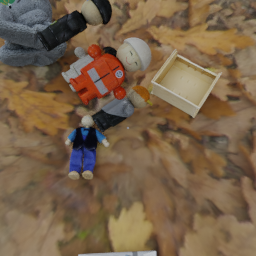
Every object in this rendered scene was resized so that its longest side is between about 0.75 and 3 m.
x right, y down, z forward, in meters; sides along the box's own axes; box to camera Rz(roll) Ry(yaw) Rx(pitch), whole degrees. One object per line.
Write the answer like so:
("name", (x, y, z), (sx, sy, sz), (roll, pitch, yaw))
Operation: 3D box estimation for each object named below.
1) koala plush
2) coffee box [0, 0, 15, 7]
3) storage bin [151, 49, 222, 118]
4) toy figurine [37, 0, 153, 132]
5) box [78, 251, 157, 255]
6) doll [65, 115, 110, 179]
("koala plush", (-2.515, -2.844, 7.488), (1.806, 1.743, 1.965), (3, 65, -12))
("coffee box", (-4.382, -3.586, 8.233), (2.094, 0.460, 1.287), (17, 62, 2))
("storage bin", (1.494, -1.186, 7.226), (1.342, 0.629, 1.332), (31, 70, 13))
("toy figurine", (-0.568, -1.374, 6.284), (1.686, 2.386, 2.424), (-35, 64, -6))
("box", (-0.186, 3.107, 5.505), (1.571, 0.323, 1.225), (-3, 66, -2))
("doll", (-0.981, 0.411, 6.653), (1.084, 0.385, 1.589), (-2, 60, 5))
